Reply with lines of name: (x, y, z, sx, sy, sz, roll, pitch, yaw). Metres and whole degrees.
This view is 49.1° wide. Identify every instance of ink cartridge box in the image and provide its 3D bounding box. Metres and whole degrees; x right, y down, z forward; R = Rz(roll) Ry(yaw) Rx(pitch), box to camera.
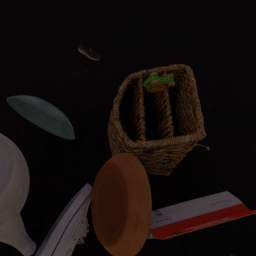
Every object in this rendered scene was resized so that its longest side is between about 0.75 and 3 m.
ink cartridge box: (1.343, 1.756, 5.804, 2.065, 2.540, 0.725, -12, 66, -9)

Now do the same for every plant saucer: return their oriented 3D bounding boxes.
plant saucer: (-2.320, -0.377, 7.822, 2.098, 2.098, 0.404, 21, 70, 16)
plant saucer: (-0.277, 1.652, 6.138, 0.420, 2.246, 2.246, 9, 45, -29)

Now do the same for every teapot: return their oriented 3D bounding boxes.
teapot: (-3.495, 1.439, 6.372, 2.700, 1.998, 2.736, -3, 55, -6)

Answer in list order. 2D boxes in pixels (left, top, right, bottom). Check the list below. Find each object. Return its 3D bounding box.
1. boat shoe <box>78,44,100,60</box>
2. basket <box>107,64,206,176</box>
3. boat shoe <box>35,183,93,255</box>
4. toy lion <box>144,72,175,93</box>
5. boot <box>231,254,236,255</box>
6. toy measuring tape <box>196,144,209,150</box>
boat shoe: (-1.432, -2.843, 10.511, 0.875, 0.284, 0.315, 27, 45, -12)
basket: (0.599, -0.425, 7.612, 1.978, 2.064, 2.771, 13, 50, -13)
boat shoe: (-1.328, 2.397, 6.508, 0.775, 0.872, 2.371, 38, 51, -8)
toy lion: (0.730, -1.087, 7.021, 0.814, 0.780, 0.279, -1, 74, -33)
boot: (2.335, 3.243, 5.675, 0.780, 0.437, 1.128, -44, 63, 1)
toy measuring tape: (1.748, 0.574, 8.082, 1.124, 0.413, 0.413, 16, 52, 26)
